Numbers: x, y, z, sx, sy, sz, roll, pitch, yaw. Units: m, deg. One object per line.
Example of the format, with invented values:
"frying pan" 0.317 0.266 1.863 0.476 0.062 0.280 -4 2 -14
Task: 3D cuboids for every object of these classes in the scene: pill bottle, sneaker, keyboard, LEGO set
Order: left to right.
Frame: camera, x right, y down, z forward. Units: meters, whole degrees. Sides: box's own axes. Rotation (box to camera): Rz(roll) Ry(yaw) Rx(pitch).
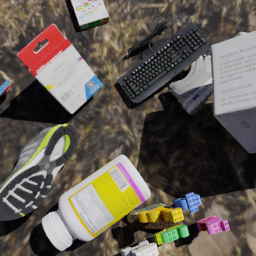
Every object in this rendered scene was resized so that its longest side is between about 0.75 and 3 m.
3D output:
"sneaker" -2.419 1.042 7.111 1.139 1.039 2.813 2 45 43
"pill bottle" -0.800 1.895 7.049 2.558 1.334 1.334 -34 78 -7
"sneaker" 0.722 2.288 7.421 1.381 0.620 0.463 -2 115 21
"keyboard" 0.832 -2.140 8.230 2.747 0.283 1.746 -37 69 6
"LEGO set" 1.158 2.138 6.340 2.646 1.086 1.009 -12 82 -24
"sneaker" 2.390 -1.842 8.105 1.218 1.110 2.971 42 79 12

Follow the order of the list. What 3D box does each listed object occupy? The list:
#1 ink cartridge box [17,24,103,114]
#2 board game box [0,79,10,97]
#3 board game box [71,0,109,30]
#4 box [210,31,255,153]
"ink cartridge box" -1.831 -1.569 7.498 1.252 2.155 0.725 -44 40 -7
"board game box" -3.625 -1.098 8.209 0.644 0.815 0.159 -49 123 -2
"board game box" -1.265 -3.918 9.057 0.995 0.262 1.301 -18 77 -4
"box" 3.698 -0.819 6.261 2.834 2.849 1.862 -11 63 35
